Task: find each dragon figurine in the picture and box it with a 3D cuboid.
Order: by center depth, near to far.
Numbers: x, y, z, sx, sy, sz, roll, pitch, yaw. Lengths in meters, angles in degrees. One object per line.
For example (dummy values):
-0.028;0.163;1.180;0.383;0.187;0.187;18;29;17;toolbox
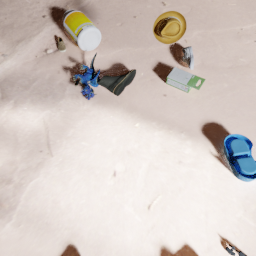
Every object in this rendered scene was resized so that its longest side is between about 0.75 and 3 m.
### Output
-1.689;-2.389;13.159;1.292;0.765;2.599;20;56;15;dragon figurine

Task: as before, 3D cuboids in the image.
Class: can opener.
3.479;3.991;8.716;0.897;0.239;0.300;37;94;24;can opener

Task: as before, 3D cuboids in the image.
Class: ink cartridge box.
2.705;-2.183;13.174;1.627;0.483;0.845;26;57;19;ink cartridge box

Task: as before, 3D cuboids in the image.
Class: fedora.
1.569;-3.675;10.381;1.285;1.285;0.524;0;29;0;fedora

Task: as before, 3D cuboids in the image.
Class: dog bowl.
4.326;1.152;10.652;1.105;0.492;1.983;-8;54;-6;dog bowl

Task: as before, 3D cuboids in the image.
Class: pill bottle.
-2.556;-5.310;14.988;1.364;1.364;2.497;-27;58;-19;pill bottle

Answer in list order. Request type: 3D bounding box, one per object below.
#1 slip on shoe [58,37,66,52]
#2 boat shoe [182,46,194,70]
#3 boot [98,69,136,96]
-3.568;-4.479;15.014;0.407;0.324;1.071;-10;54;-8;slip on shoe
3.017;-3.516;14.183;0.554;0.624;1.696;-2;44;8;boat shoe
-0.493;-2.393;13.223;1.183;0.662;1.710;30;58;20;boot
